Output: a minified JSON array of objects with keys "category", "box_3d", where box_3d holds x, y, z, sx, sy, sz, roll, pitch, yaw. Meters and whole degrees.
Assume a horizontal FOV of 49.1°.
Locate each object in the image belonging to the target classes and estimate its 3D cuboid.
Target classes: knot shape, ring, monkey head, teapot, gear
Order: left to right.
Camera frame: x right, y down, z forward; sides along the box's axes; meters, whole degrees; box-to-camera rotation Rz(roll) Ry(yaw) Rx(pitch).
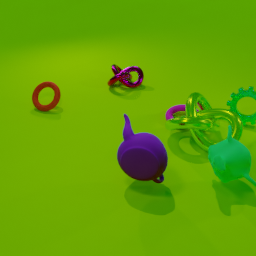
[{"category":"ring","box_3d":[-2.833,-1.102,9.699,1.078,0.216,1.078,-3,78,14]},{"category":"knot shape","box_3d":[-0.059,-2.064,11.183,1.394,0.688,1.489,7,33,8]},{"category":"teapot","box_3d":[0.331,0.549,6.438,1.161,1.867,0.914,-25,18,27]},{"category":"ring","box_3d":[1.796,-0.398,9.123,1.145,0.229,1.145,-4,38,3]},{"category":"knot shape","box_3d":[2.205,-0.272,8.230,2.093,0.967,1.959,14,38,7]},{"category":"monkey head","box_3d":[2.352,0.717,6.392,0.919,1.097,1.524,-22,77,12]},{"category":"gear","box_3d":[3.723,-0.687,8.741,1.200,1.200,0.222,16,25,21]}]
